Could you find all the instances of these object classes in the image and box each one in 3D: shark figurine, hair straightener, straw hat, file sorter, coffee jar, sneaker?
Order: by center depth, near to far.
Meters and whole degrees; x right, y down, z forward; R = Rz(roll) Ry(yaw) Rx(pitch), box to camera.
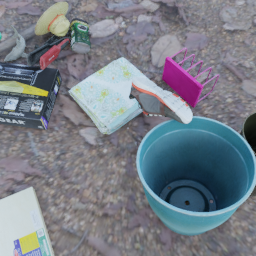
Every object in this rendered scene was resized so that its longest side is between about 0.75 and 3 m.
[{"bbox_3d":[0.826,-0.598,7.549,1.994,0.817,0.769,40,33,27],"label":"sneaker"},{"bbox_3d":[2.275,-1.899,10.245,1.084,1.201,1.728,-35,67,-19],"label":"file sorter"},{"bbox_3d":[-3.106,-3.271,10.954,1.138,0.605,2.957,15,46,9],"label":"hair straightener"},{"bbox_3d":[-2.813,-4.188,11.403,0.791,1.868,1.868,45,68,-4],"label":"straw hat"},{"bbox_3d":[-4.475,-3.484,11.411,0.994,0.694,1.664,-2,63,-2],"label":"shark figurine"},{"bbox_3d":[-1.975,-3.815,11.533,0.780,0.638,1.495,8,58,-28],"label":"coffee jar"}]

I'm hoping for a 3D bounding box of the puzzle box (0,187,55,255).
[{"bbox_3d":[-3.156,3.014,8.090,1.492,0.285,2.243,-21,64,-12],"label":"puzzle box"}]

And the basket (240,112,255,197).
[{"bbox_3d":[3.934,0.947,7.943,2.266,2.513,1.709,28,65,15],"label":"basket"}]

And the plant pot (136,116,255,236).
[{"bbox_3d":[1.641,1.543,7.446,2.726,2.561,2.726,-3,49,3],"label":"plant pot"}]

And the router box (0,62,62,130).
[{"bbox_3d":[-4.081,-1.227,10.123,2.845,0.743,2.237,8,62,4],"label":"router box"}]

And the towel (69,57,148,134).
[{"bbox_3d":[-0.470,-1.265,10.209,2.697,0.649,2.309,-36,68,-18],"label":"towel"}]

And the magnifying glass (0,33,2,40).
[{"bbox_3d":[-5.977,-3.552,11.725,0.620,0.174,1.557,33,67,16],"label":"magnifying glass"}]
